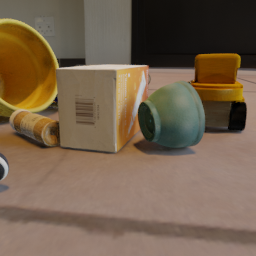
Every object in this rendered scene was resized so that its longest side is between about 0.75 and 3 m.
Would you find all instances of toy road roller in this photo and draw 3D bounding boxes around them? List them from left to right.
[{"bbox_3d":[2.504,-1.115,8.061,1.664,1.977,2.708,4,15,14],"label":"toy road roller"}]

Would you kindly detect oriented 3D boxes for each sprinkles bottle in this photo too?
[{"bbox_3d":[-2.192,-0.033,6.655,0.600,0.600,1.760,-13,20,-42],"label":"sprinkles bottle"}]

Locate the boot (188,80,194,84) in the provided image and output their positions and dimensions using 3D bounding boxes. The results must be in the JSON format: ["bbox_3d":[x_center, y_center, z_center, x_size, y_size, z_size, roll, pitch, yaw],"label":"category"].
[{"bbox_3d":[2.520,-1.644,11.128,0.742,0.598,1.643,5,-22,-23],"label":"boot"}]

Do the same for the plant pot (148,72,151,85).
[{"bbox_3d":[0.858,-2.867,17.039,1.086,1.086,0.947,1,33,5],"label":"plant pot"}]

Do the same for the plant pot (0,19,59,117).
[{"bbox_3d":[-4.260,-1.707,9.282,2.739,2.912,2.912,-9,7,35],"label":"plant pot"}]

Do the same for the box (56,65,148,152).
[{"bbox_3d":[-0.444,-0.660,6.874,1.335,1.703,2.738,4,15,16],"label":"box"}]

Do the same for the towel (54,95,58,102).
[{"bbox_3d":[-1.706,-1.254,11.055,1.989,0.667,2.694,5,9,31],"label":"towel"}]

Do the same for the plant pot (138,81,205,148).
[{"bbox_3d":[0.792,-0.209,5.904,0.961,1.435,1.435,-13,18,-18],"label":"plant pot"}]

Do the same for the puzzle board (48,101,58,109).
[{"bbox_3d":[-2.605,-0.941,11.051,1.713,0.149,1.291,8,17,28],"label":"puzzle board"}]

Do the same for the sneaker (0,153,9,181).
[{"bbox_3d":[-2.677,0.825,3.643,2.112,0.757,0.874,-6,39,-19],"label":"sneaker"}]
